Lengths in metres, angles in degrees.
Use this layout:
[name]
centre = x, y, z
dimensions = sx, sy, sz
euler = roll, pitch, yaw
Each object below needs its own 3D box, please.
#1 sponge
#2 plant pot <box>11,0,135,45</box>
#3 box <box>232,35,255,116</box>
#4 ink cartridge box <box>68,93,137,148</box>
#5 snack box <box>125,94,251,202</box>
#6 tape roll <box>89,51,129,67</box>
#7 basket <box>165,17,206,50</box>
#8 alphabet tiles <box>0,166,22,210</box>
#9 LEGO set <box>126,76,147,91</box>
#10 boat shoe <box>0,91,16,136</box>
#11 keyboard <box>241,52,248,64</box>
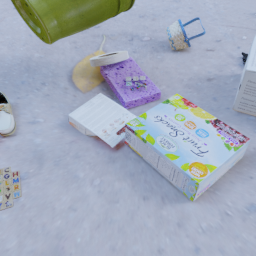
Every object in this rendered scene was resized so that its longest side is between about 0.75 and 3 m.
[sponge]
centre = 0.025, -1.537, 9.190
dimensions = 1.248, 0.334, 2.236
euler = -18, 47, -17
[plant pot]
centre = -1.629, -3.641, 7.409
dimensions = 2.579, 2.679, 2.679
euler = -41, 56, -13
[box]
centre = 4.552, -1.423, 8.253
dimensions = 2.262, 1.478, 2.250
euler = 18, 48, 17
[ink cartridge box]
centre = -0.628, -0.183, 7.881
dimensions = 1.651, 0.414, 1.339
euler = 36, 54, 19
[snack box]
centre = 1.401, 0.331, 6.978
dimensions = 1.985, 0.796, 2.354
euler = -30, 51, -28
[tape roll]
centre = -0.649, -2.422, 9.731
dimensions = 1.382, 0.252, 1.382
euler = -12, 20, 4
[basket]
centre = 2.213, -3.694, 10.811
dimensions = 1.383, 0.962, 1.220
euler = -22, 41, 21
[alphabet tiles]
centre = -2.976, 1.399, 6.452
dimensions = 0.965, 0.037, 1.160
euler = -14, 46, -13
[LEGO set]
centre = 0.254, -1.363, 8.739
dimensions = 0.637, 0.209, 0.852
euler = -3, 35, 0
[boat shoe]
centre = -3.573, -0.432, 7.930
dimensions = 0.592, 0.542, 1.584
euler = -18, 48, -17
[keyboard]
centre = 4.413, -2.349, 10.167
dimensions = 0.623, 0.237, 1.197
euler = 13, 40, -20
